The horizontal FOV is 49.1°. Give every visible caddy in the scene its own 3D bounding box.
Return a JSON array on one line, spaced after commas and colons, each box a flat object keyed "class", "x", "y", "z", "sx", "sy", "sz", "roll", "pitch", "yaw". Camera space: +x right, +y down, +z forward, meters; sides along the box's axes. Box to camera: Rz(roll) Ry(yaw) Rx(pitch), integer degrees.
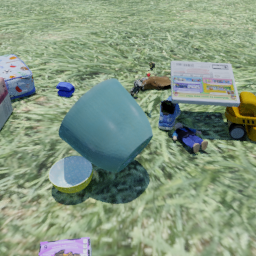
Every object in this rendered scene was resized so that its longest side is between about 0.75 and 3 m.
[{"class": "caddy", "x": -2.567, "y": -1.602, "z": 11.503, "sx": 0.769, "sy": 0.544, "sz": 0.404, "roll": 10, "pitch": 42, "yaw": 13}]

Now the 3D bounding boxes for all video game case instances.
[{"class": "video game case", "x": 2.422, "y": -1.468, "z": 9.078, "sx": 2.047, "sy": 0.226, "sz": 1.863, "roll": 4, "pitch": 52, "yaw": 2}]

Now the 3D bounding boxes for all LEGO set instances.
[{"class": "LEGO set", "x": 0.392, "y": -1.568, "z": 9.515, "sx": 0.453, "sy": 1.037, "sz": 1.597, "roll": 27, "pitch": 74, "yaw": 4}]

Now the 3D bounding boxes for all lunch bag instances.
[{"class": "lunch bag", "x": -5.406, "y": -2.091, "z": 11.749, "sx": 2.336, "sy": 1.101, "sz": 2.915, "roll": -25, "pitch": 43, "yaw": -29}]

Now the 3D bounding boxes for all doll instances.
[{"class": "doll", "x": 1.937, "y": 0.250, "z": 8.971, "sx": 1.003, "sy": 0.356, "sz": 1.471, "roll": -15, "pitch": 31, "yaw": -18}]

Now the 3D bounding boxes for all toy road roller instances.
[{"class": "toy road roller", "x": 4.094, "y": -0.397, "z": 9.021, "sx": 1.855, "sy": 1.354, "sz": 1.140, "roll": 6, "pitch": 35, "yaw": 9}]

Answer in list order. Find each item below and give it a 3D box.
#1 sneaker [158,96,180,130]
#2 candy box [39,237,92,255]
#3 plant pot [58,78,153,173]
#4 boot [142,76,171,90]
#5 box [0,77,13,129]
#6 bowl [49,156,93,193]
[{"class": "sneaker", "x": 1.509, "y": -0.697, "z": 9.946, "sx": 0.715, "sy": 0.811, "sz": 1.820, "roll": 8, "pitch": 35, "yaw": 11}, {"class": "candy box", "x": -1.195, "y": 2.746, "z": 5.289, "sx": 1.000, "sy": 0.426, "sz": 1.192, "roll": -4, "pitch": 35, "yaw": -6}, {"class": "plant pot", "x": -0.389, "y": 0.088, "z": 6.996, "sx": 1.659, "sy": 2.067, "sz": 2.067, "roll": 44, "pitch": 49, "yaw": 12}, {"class": "boot", "x": 1.238, "y": -1.876, "z": 11.970, "sx": 1.451, "sy": 0.534, "sz": 0.547, "roll": -12, "pitch": 47, "yaw": -20}, {"class": "box", "x": -5.131, "y": -0.490, "z": 9.083, "sx": 1.673, "sy": 1.425, "sz": 2.616, "roll": 0, "pitch": 35, "yaw": 0}, {"class": "bowl", "x": -1.416, "y": 1.297, "z": 7.210, "sx": 1.115, "sy": 0.600, "sz": 1.115, "roll": -4, "pitch": 38, "yaw": 3}]
